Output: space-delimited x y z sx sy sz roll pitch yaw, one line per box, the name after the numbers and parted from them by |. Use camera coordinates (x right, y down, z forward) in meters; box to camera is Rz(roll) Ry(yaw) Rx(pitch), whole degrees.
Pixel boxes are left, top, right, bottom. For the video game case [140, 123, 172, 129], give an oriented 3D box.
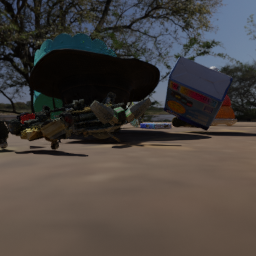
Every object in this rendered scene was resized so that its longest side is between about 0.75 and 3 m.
0.879 -0.064 8.882 0.684 0.171 0.755 -2 2 -34 | video game case

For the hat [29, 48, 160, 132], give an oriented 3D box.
-0.709 -0.461 5.744 2.867 1.157 2.867 1 -14 0 | hat

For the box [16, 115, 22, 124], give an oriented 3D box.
-2.708 -0.268 10.587 2.659 0.480 1.901 1 2 42 | box

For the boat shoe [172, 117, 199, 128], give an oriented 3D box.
2.338 -0.284 10.198 1.487 0.544 0.482 1 7 37 | boat shoe

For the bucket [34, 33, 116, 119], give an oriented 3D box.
-1.460 -1.186 7.809 2.511 1.633 2.511 -4 -29 -2 | bucket

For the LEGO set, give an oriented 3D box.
-0.542 -0.014 3.307 1.402 0.612 2.159 -1 13 36 | LEGO set

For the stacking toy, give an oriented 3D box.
4.307 -1.584 13.930 2.149 2.941 2.149 0 2 0 | stacking toy

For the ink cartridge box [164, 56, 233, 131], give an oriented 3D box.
1.480 -0.643 6.281 1.187 0.664 1.741 27 -17 14 | ink cartridge box

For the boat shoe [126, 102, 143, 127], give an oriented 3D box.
0.114 -0.710 11.086 0.606 0.724 2.026 -18 36 -19 | boat shoe
